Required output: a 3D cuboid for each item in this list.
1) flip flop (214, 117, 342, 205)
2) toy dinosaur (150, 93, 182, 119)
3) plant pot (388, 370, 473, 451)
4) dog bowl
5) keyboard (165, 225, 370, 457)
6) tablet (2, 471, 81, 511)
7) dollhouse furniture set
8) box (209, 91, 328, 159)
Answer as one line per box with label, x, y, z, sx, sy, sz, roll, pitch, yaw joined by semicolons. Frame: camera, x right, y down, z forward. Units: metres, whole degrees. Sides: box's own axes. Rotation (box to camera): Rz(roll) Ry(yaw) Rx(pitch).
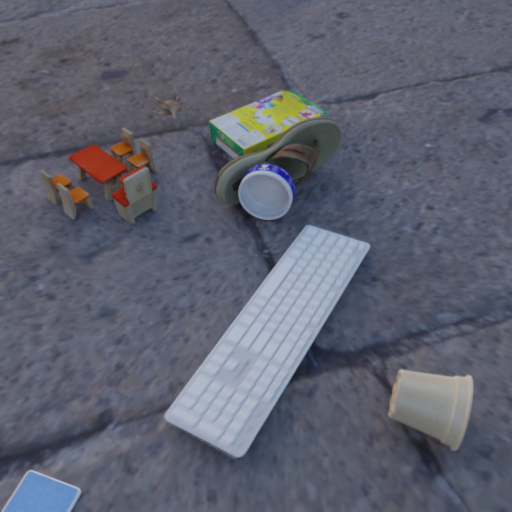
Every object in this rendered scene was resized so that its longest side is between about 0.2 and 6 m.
flip flop;0.589;-1.855;11.623;3.099;1.257;0.892;-28;44;-21
toy dinosaur;-1.985;-3.492;13.136;0.779;0.493;1.149;-7;25;-34
plant pot;2.458;2.115;8.038;0.982;1.072;1.072;13;48;13
dog bowl;0.209;-1.272;11.147;1.079;1.079;0.425;10;40;9
keyboard;0.402;1.108;9.502;1.364;0.258;4.848;23;50;19
tablet;-3.009;3.561;7.350;0.867;0.091;1.333;14;47;13
dollhouse furniture set;-3.022;-1.714;11.611;2.168;1.129;2.192;35;56;28
box;0.341;-3.107;13.304;2.555;0.618;1.499;-29;53;-21
